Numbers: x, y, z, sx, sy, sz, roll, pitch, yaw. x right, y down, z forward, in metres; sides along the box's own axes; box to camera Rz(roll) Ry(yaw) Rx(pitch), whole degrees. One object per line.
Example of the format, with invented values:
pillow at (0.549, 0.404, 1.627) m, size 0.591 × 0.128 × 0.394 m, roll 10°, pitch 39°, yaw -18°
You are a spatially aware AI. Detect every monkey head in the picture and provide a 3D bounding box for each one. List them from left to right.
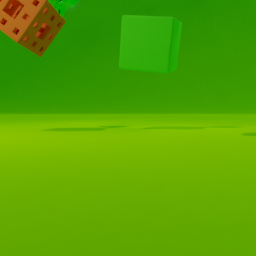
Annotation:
monkey head at (-2.038, -3.742, 7.898) m, size 1.060 × 1.266 × 1.760 m, roll 8°, pitch 37°, yaw -53°

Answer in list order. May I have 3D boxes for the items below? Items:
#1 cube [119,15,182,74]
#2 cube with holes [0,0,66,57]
cube at (0.645, -2.308, 7.771) m, size 1.370 × 1.370 × 1.370 m, roll 9°, pitch 17°, yaw 16°
cube with holes at (-2.452, -2.639, 6.754) m, size 1.135 × 1.135 × 1.135 m, roll 37°, pitch 4°, yaw 9°
